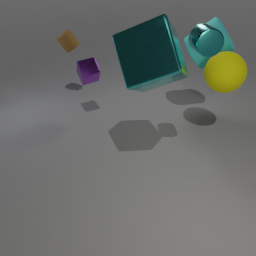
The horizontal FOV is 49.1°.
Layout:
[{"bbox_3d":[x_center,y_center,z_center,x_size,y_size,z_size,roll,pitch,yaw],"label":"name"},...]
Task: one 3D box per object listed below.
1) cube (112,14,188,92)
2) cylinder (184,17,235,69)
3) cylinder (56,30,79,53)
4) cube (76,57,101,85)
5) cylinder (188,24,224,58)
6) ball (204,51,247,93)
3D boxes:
[{"bbox_3d":[0.627,-1.827,7.231,1.400,1.400,1.400,-16,-1,19],"label":"cube"},{"bbox_3d":[3.095,-3.222,10.703,1.400,1.400,1.400,-29,20,30],"label":"cylinder"},{"bbox_3d":[-2.561,-3.704,11.953,0.700,0.700,0.700,-28,30,18],"label":"cylinder"},{"bbox_3d":[-1.536,-2.186,10.814,0.700,0.700,0.700,-20,75,-18],"label":"cube"},{"bbox_3d":[1.971,-2.225,7.104,0.700,0.700,0.700,-3,30,-5],"label":"cylinder"},{"bbox_3d":[3.339,-1.912,9.637,1.400,1.400,1.400,0,33,0],"label":"ball"}]
